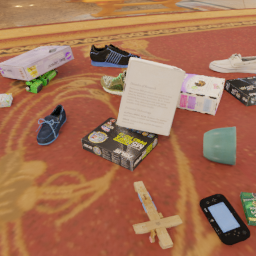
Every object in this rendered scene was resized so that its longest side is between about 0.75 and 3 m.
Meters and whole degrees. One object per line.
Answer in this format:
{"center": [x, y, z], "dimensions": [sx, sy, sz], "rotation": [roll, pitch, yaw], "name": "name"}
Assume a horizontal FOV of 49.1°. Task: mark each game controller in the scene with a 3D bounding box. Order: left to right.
{"center": [2.331, 2.203, 6.860], "dimensions": [0.721, 0.291, 1.383], "rotation": [-11, 35, -11], "name": "game controller"}

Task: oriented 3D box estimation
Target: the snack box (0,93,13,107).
{"center": [-5.401, -1.153, 11.809], "dimensions": [0.888, 0.300, 0.749], "rotation": [-5, 34, -10], "name": "snack box"}

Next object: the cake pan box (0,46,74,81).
{"center": [-4.609, -3.292, 13.861], "dimensions": [2.955, 0.773, 2.721], "rotation": [14, 39, 41], "name": "cake pan box"}

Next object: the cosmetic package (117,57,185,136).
{"center": [0.707, -1.142, 9.527], "dimensions": [1.775, 2.151, 1.773], "rotation": [11, 16, -3], "name": "cosmetic package"}

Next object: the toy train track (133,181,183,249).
{"center": [0.562, 2.126, 6.931], "dimensions": [1.164, 0.330, 2.030], "rotation": [-6, 34, -16], "name": "toy train track"}

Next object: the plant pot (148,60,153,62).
{"center": [1.121, -3.379, 15.027], "dimensions": [0.812, 0.375, 0.812], "rotation": [1, 33, 0], "name": "plant pot"}

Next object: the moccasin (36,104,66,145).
{"center": [-2.805, -0.182, 10.036], "dimensions": [0.800, 0.678, 1.988], "rotation": [2, 34, 3], "name": "moccasin"}

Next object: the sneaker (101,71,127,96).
{"center": [-0.168, -2.054, 12.345], "dimensions": [2.661, 1.179, 1.023], "rotation": [27, 42, 34], "name": "sneaker"}

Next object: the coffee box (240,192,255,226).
{"center": [3.263, 2.061, 7.153], "dimensions": [0.582, 0.208, 0.947], "rotation": [4, 34, 6], "name": "coffee box"}

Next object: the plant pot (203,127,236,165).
{"center": [2.819, 0.532, 8.641], "dimensions": [0.937, 1.168, 1.168], "rotation": [1, 33, 19], "name": "plant pot"}

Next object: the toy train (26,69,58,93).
{"center": [-4.080, -2.365, 13.460], "dimensions": [0.687, 0.509, 2.437], "rotation": [15, 36, 5], "name": "toy train"}

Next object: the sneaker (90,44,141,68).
{"center": [-0.675, -3.968, 15.230], "dimensions": [2.839, 1.106, 0.995], "rotation": [0, 34, 1], "name": "sneaker"}

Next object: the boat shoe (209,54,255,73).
{"center": [5.660, -3.413, 14.612], "dimensions": [2.685, 0.882, 0.966], "rotation": [6, 35, 8], "name": "boat shoe"}

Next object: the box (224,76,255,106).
{"center": [5.706, -1.708, 12.472], "dimensions": [2.164, 0.471, 1.734], "rotation": [-9, 35, -13], "name": "box"}

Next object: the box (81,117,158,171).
{"center": [-0.252, 0.453, 9.303], "dimensions": [2.025, 0.448, 1.622], "rotation": [21, 39, 28], "name": "box"}

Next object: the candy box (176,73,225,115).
{"center": [2.753, -1.548, 11.912], "dimensions": [2.321, 0.830, 1.947], "rotation": [14, 36, 20], "name": "candy box"}
